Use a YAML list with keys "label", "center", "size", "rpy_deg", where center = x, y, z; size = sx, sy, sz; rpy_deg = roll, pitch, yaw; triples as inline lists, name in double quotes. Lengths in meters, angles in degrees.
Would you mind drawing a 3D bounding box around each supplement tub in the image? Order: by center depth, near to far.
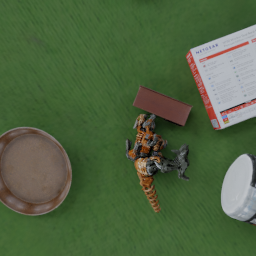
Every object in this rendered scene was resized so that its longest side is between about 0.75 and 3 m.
- label: "supplement tub"
  center: [3.587, 1.667, 6.399]
  size: [2.487, 1.523, 1.523]
  rpy_deg: [20, 88, 0]

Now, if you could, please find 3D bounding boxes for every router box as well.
- label: "router box"
  center: [2.927, -1.327, 6.970]
  size: [2.322, 0.567, 2.084]
  rpy_deg: [-20, 88, -1]

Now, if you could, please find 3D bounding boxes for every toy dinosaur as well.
- label: "toy dinosaur"
  center: [0.705, 0.797, 6.839]
  size: [1.533, 1.154, 2.259]
  rpy_deg: [-3, 107, 15]

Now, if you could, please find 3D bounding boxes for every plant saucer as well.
- label: "plant saucer"
  center: [-2.348, 1.030, 6.818]
  size: [2.166, 0.373, 2.166]
  rpy_deg: [1, 97, 9]

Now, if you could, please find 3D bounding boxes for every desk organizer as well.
- label: "desk organizer"
  center: [0.831, -0.535, 6.984]
  size: [1.384, 0.496, 0.533]
  rpy_deg: [22, 89, 1]
